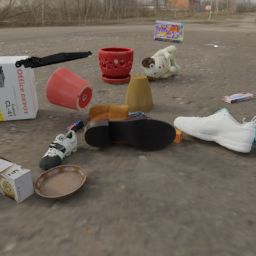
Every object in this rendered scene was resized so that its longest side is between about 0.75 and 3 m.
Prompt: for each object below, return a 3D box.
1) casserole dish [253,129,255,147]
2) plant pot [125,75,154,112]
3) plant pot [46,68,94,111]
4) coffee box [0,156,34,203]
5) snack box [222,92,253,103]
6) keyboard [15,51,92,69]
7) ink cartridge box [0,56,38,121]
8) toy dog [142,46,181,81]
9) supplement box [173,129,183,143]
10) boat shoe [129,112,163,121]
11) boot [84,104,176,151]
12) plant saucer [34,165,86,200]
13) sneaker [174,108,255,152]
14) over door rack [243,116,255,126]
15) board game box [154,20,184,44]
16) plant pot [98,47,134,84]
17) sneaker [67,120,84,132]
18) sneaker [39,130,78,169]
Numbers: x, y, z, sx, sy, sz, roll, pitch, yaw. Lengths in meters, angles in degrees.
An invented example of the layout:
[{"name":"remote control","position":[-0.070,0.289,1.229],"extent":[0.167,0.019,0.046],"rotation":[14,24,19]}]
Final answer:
[{"name":"casserole dish","position":[5.027,0.454,8.230],"extent":[2.892,0.561,1.752],"rotation":[-9,27,-16]},{"name":"plant pot","position":[0.448,-1.459,11.450],"extent":[1.221,1.310,1.221],"rotation":[-1,24,0]},{"name":"plant pot","position":[-1.999,-1.285,9.966],"extent":[1.241,1.402,1.402],"rotation":[25,33,20]},{"name":"coffee box","position":[-2.787,1.178,6.552],"extent":[1.155,0.653,0.461],"rotation":[16,29,29]},{"name":"snack box","position":[4.910,-1.369,12.574],"extent":[1.452,0.176,0.522],"rotation":[-14,28,-27]},{"name":"keyboard","position":[-2.264,-1.830,7.723],"extent":[1.607,0.260,2.529],"rotation":[-15,14,-39]},{"name":"ink cartridge box","position":[-5.007,-1.412,10.260],"extent":[2.997,2.212,1.283],"rotation":[-5,25,-10]},{"name":"toy dog","position":[1.629,-3.555,15.655],"extent":[2.272,1.635,2.343],"rotation":[6,27,27]},{"name":"supplement box","position":[1.223,0.182,9.049],"extent":[1.018,0.339,0.350],"rotation":[13,27,22]},{"name":"boat shoe","position":[0.651,-0.277,9.620],"extent":[1.291,0.457,0.586],"rotation":[-3,65,-3]},{"name":"boot","position":[-0.010,-0.156,9.536],"extent":[2.824,1.027,3.000],"rotation":[-8,17,0]},{"name":"plant saucer","position":[-1.594,1.313,6.691],"extent":[1.222,0.210,1.222],"rotation":[-6,26,3]},{"name":"sneaker","position":[2.659,-0.130,8.658],"extent":[2.450,1.084,0.922],"rotation":[19,13,28]},{"name":"over door rack","position":[4.538,-0.096,9.644],"extent":[1.084,0.361,0.801],"rotation":[10,27,19]},{"name":"board game box","position":[1.792,-4.191,12.239],"extent":[1.235,0.830,0.277],"rotation":[6,-12,-2]},{"name":"plant pot","position":[-0.633,-3.401,15.121],"extent":[1.873,1.705,1.873],"rotation":[0,26,0]},{"name":"sneaker","position":[-1.819,-0.085,9.730],"extent":[0.295,0.284,0.753],"rotation":[10,24,31]},{"name":"sneaker","position":[-1.977,0.554,7.881],"extent":[0.579,0.691,1.562],"rotation":[11,28,18]}]
